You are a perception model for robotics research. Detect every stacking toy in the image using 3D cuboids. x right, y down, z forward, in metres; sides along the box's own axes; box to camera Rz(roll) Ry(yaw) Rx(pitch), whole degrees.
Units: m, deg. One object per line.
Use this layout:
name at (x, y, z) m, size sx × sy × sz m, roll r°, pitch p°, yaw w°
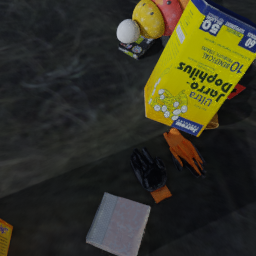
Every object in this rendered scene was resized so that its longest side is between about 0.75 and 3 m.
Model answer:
stacking toy at (0.765, -3.015, 7.631) m, size 2.444 × 1.786 × 1.786 m, roll -37°, pitch 65°, yaw -13°

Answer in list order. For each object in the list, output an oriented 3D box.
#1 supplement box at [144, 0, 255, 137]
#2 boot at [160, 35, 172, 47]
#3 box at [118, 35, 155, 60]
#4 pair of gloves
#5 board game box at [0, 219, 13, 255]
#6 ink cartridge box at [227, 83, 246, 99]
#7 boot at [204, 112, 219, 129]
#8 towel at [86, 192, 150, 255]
supplement box at (1.489, -1.317, 6.091) m, size 1.370 × 2.518 × 1.379 m, roll 20°, pitch 33°, yaw -11°
boot at (2.064, -4.421, 11.326) m, size 1.894 × 1.004 × 2.878 m, roll -11°, pitch 70°, yaw -10°
box at (0.329, -3.280, 10.917) m, size 0.955 × 0.264 × 1.193 m, roll 31°, pitch 64°, yaw 18°
pair of gloves at (1.178, 1.063, 8.285) m, size 2.062 × 0.255 × 1.837 m, roll -28°, pitch 64°, yaw -13°
board game box at (-4.183, 2.972, 5.895) m, size 2.299 × 2.300 × 2.298 m, roll 1°, pitch 59°, yaw 1°
ink cartridge box at (3.179, -1.770, 9.688) m, size 1.659 × 0.392 × 1.328 m, roll 40°, pitch 47°, yaw 24°
boot at (1.771, -0.762, 9.027) m, size 2.292 × 0.807 × 1.641 m, roll 8°, pitch 53°, yaw -2°
towel at (-0.237, 2.539, 7.389) m, size 1.368 × 0.231 × 1.433 m, roll 17°, pitch 61°, yaw 10°
